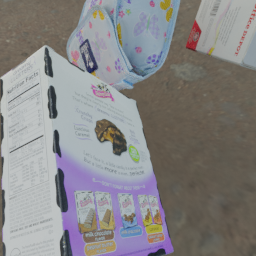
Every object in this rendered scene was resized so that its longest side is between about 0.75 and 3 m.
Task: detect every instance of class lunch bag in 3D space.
[{"bbox_3d":[-0.232,-1.973,5.894,1.667,2.224,2.622,18,78,-27],"label":"lunch bag"}]

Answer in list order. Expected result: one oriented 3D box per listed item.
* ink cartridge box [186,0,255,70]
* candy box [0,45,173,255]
[{"bbox_3d":[2.262,-2.118,6.062,0.752,1.323,1.815,6,22,-31],"label":"ink cartridge box"},{"bbox_3d":[-0.531,0.571,3.950,0.948,2.224,2.651,-24,64,26],"label":"candy box"}]
